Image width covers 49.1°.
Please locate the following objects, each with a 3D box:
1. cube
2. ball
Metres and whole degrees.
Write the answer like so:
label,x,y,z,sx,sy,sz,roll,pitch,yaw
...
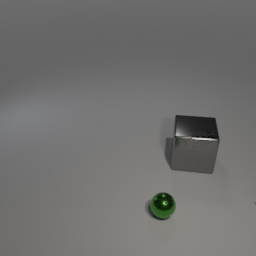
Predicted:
label,x,y,z,sx,sy,sz,roll,pitch,yaw
cube,2.247,0.526,9.573,1.400,1.400,1.400,5,33,8
ball,0.965,2.121,7.702,0.700,0.700,0.700,0,32,0
